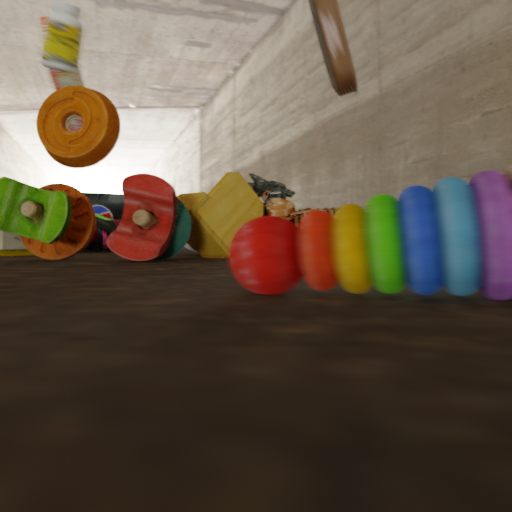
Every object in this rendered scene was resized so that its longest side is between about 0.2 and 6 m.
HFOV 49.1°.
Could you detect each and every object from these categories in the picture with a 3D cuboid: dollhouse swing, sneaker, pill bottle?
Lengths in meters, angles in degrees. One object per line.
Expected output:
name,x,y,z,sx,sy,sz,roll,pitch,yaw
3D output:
dollhouse swing,-0.565,-0.605,7.765,0.899,0.870,0.990,2,-37,45
sneaker,-3.259,-0.425,12.863,2.684,1.030,1.125,3,29,-4
pill bottle,-2.868,-3.233,8.308,0.518,0.921,0.518,10,11,-2

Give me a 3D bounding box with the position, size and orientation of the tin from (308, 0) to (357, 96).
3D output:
tin,0.951,-2.849,7.169,0.334,1.597,0.894,-18,21,4

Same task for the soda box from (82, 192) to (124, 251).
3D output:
soda box,-5.182,-0.879,14.599,4.775,1.512,1.690,0,0,-28

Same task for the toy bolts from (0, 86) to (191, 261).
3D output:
toy bolts,-1.744,-0.762,6.892,2.163,2.066,1.500,18,-4,7

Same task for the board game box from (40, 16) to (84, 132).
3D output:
board game box,-3.765,-3.501,11.281,0.472,1.545,2.040,-14,-36,-11

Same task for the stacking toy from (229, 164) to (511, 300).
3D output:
stacking toy,0.482,-0.038,2.208,1.227,0.524,0.524,-6,0,14

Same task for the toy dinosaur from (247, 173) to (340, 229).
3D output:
toy dinosaur,0.472,-0.918,16.689,4.672,2.386,3.171,15,13,-7

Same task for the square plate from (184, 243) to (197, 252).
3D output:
square plate,0.166,-0.195,9.973,2.665,0.379,2.640,-1,2,-24

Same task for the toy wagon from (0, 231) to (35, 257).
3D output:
toy wagon,-5.225,-0.319,9.513,3.222,0.638,2.500,0,1,18
